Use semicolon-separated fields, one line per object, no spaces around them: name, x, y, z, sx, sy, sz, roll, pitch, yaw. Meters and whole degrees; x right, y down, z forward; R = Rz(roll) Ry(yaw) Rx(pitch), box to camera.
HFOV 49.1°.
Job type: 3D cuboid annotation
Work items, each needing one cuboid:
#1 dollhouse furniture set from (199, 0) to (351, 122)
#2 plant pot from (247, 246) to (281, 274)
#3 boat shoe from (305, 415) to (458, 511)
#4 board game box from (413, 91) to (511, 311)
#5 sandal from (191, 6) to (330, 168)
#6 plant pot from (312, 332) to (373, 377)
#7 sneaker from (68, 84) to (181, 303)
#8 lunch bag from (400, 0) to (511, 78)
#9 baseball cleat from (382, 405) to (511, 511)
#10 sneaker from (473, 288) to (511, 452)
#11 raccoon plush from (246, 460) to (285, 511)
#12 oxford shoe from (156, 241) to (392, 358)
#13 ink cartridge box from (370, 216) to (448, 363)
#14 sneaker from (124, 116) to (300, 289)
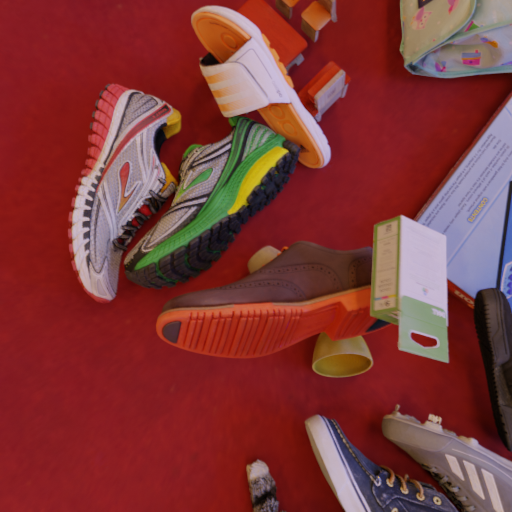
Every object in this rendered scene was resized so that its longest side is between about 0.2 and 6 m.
dollhouse furniture set;0.454;-3.099;8.536;2.092;1.078;2.070;-45;82;4
plant pot;0.345;0.365;8.176;0.920;0.920;0.982;-39;71;-8
boat shoe;1.795;3.208;7.516;1.286;1.002;2.833;-29;87;-6
board game box;4.858;-1.393;8.664;2.822;0.533;5.482;38;81;9
sandal;0.027;-2.158;7.965;2.901;1.111;0.831;48;69;-25
plant pot;1.209;1.299;8.027;0.843;0.843;0.599;0;56;0
sneaker;-1.879;-0.903;8.188;1.329;1.259;3.236;11;83;-5
lunch bag;3.499;-4.001;8.582;2.598;1.584;2.213;-4;73;18
baseball cleat;2.871;3.177;7.476;2.814;0.981;1.498;23;79;5
sneaker;3.970;1.678;7.662;1.469;0.846;2.816;-12;98;10
raccoon plush;0.742;3.708;7.425;1.389;1.003;2.073;-8;78;-10
oxford shoe;0.285;0.491;7.000;3.170;1.128;1.150;-4;56;-21
ink cartridge box;1.743;0.404;6.374;0.803;0.459;1.547;20;65;-31
sneaker;-0.796;-0.785;8.334;1.341;1.228;3.148;38;72;15
